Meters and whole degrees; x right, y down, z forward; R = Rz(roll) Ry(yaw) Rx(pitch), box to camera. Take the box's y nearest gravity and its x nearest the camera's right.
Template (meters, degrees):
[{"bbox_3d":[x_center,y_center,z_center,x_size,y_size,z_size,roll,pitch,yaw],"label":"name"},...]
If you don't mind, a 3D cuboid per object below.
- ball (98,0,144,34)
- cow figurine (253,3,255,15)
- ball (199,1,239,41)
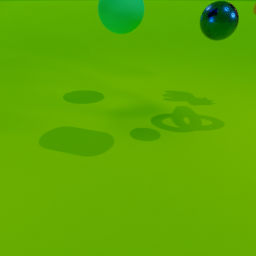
[{"bbox_3d":[-0.187,-3.253,7.694,1.277,1.277,1.277,0,27,0],"label":"ball"},{"bbox_3d":[3.657,-3.733,7.188,1.578,1.603,0.880,33,-4,-10],"label":"cow figurine"},{"bbox_3d":[1.720,-2.024,5.303,0.709,0.709,0.709,0,27,0],"label":"ball"}]
